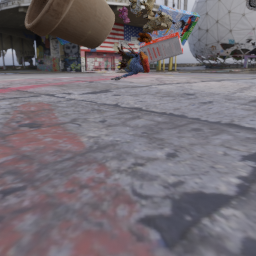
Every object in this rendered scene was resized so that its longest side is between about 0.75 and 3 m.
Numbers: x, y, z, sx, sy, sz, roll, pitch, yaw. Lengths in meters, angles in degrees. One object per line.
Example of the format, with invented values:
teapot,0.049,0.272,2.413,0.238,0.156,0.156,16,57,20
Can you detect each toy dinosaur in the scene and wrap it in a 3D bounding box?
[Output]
toy dinosaur,0.405,-2.800,11.589,2.745,1.441,2.491,-13,30,-37

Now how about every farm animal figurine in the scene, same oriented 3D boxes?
farm animal figurine,0.677,-3.900,9.906,1.482,1.836,0.923,-41,-23,31

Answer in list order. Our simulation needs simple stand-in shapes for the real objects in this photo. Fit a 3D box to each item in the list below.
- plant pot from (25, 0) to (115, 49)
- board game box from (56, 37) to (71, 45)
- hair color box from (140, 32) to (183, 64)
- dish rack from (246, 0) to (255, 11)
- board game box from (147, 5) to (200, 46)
plant pot,-0.961,-2.143,5.157,1.284,1.472,1.472,26,-4,-35
board game box,-1.484,-3.173,8.565,1.617,0.478,2.126,-18,6,-4
hair color box,1.327,-3.140,11.090,1.563,0.793,0.479,-12,33,19
dish rack,3.304,-3.122,6.382,1.026,0.881,0.223,20,43,25
board game box,1.846,-4.170,11.525,1.871,1.415,0.342,-1,49,-28
